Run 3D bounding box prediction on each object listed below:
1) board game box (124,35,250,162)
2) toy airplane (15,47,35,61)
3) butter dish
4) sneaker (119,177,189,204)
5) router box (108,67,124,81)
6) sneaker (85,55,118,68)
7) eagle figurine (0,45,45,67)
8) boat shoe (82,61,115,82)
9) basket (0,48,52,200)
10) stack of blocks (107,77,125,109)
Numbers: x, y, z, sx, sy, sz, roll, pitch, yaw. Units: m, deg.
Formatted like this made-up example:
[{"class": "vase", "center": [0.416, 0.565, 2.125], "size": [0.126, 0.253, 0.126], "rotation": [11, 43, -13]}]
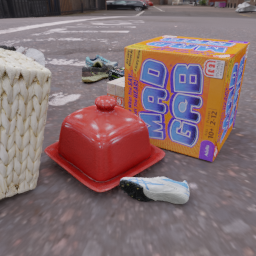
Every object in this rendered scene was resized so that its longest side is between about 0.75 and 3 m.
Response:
[{"class": "board game box", "center": [1.544, -0.987, 7.439], "size": [2.436, 2.434, 2.435], "rotation": [14, 30, 27]}, {"class": "toy airplane", "center": [-3.707, -1.268, 8.750], "size": [2.570, 1.814, 2.559], "rotation": [-44, 26, -10]}, {"class": "butter dish", "center": [-0.504, 0.058, 6.207], "size": [2.149, 1.593, 2.155], "rotation": [-24, 38, -39]}, {"class": "sneaker", "center": [0.498, 1.130, 5.356], "size": [1.331, 0.478, 0.482], "rotation": [9, 38, 5]}, {"class": "router box", "center": [0.017, -2.247, 12.239], "size": [1.154, 0.478, 1.540], "rotation": [-17, 31, -31]}, {"class": "sneaker", "center": [-1.328, -3.281, 14.054], "size": [1.690, 0.729, 0.656], "rotation": [-5, 27, -10]}, {"class": "eagle figurine", "center": [-4.350, -2.026, 10.530], "size": [2.067, 2.056, 2.724], "rotation": [7, 14, -9]}, {"class": "boat shoe", "center": [-1.293, -2.667, 12.759], "size": [0.823, 0.757, 2.303], "rotation": [11, 27, 27]}, {"class": "basket", "center": [-2.648, -0.122, 5.181], "size": [1.667, 2.703, 1.832], "rotation": [-5, 28, -43]}, {"class": "stack of blocks", "center": [0.369, -1.430, 9.523], "size": [0.716, 1.409, 2.446], "rotation": [20, 33, 35]}]
